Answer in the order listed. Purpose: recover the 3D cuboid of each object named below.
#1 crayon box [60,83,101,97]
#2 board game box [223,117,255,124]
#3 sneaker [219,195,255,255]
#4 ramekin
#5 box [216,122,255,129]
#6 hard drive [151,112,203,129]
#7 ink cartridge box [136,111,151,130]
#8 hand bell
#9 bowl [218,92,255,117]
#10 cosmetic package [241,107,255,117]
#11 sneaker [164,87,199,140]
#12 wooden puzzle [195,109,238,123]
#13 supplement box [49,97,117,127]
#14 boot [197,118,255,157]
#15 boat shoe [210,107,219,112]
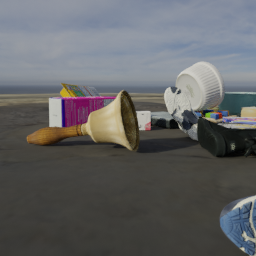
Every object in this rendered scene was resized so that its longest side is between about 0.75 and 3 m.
[{"bbox_3d":[-2.020,-1.243,12.782,1.498,0.614,2.382,51,24,19],"label":"crayon box"},{"bbox_3d":[4.263,-0.086,9.350,1.866,0.418,1.254,1,9,4],"label":"board game box"},{"bbox_3d":[1.546,0.914,2.840,1.658,0.639,0.706,4,-3,-21],"label":"sneaker"},{"bbox_3d":[3.022,-1.709,12.153,1.104,2.104,2.104,-23,18,-24],"label":"ramekin"},{"bbox_3d":[3.205,0.134,7.999,1.646,0.398,1.304,8,12,43],"label":"box"},{"bbox_3d":[1.547,-0.346,11.116,1.615,0.380,2.314,-5,10,-31],"label":"hard drive"},{"bbox_3d":[0.326,-0.253,9.655,0.890,0.648,0.377,0,8,-1],"label":"ink cartridge box"},{"bbox_3d":[-1.252,0.085,6.958,2.808,1.462,1.462,-11,6,15],"label":"hand bell"},{"bbox_3d":[5.496,-1.218,14.140,2.221,1.161,2.221,0,10,0],"label":"bowl"},{"bbox_3d":[5.761,-0.583,12.074,0.808,0.546,1.537,-5,10,-29],"label":"cosmetic package"},{"bbox_3d":[1.623,-0.404,8.245,0.681,1.706,1.110,-41,-3,1],"label":"sneaker"},{"bbox_3d":[3.660,-0.566,12.384,1.818,0.421,1.684,-7,11,-39],"label":"wooden puzzle"},{"bbox_3d":[-1.449,-0.504,9.709,2.243,1.159,1.135,-4,9,-35],"label":"supplement box"},{"bbox_3d":[2.592,0.202,6.667,1.539,0.695,1.878,-2,16,-2],"label":"boot"},{"bbox_3d":[3.957,-0.915,14.748,1.713,0.539,0.625,5,3,-9],"label":"boat shoe"}]
